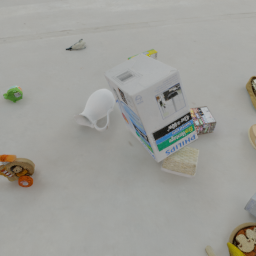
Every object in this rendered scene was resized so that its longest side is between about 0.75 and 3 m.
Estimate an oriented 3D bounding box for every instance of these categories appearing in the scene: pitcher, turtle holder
[{"bbox_3d":[-1.160,-0.735,11.895,1.536,1.086,1.791,28,61,18],"label":"pitcher"},{"bbox_3d":[-5.283,-1.572,12.974,0.682,0.897,0.637,30,33,-36],"label":"turtle holder"}]

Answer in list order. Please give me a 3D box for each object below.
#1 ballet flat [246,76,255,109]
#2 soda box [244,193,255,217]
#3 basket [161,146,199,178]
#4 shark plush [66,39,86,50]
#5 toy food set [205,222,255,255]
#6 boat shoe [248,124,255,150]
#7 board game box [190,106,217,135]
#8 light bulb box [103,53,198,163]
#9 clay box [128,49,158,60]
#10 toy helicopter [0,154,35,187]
[{"bbox_3d":[6.003,-1.482,12.745,0.830,0.762,2.417,-5,47,-4],"label":"ballet flat"},{"bbox_3d":[4.631,2.748,8.589,0.634,0.589,1.857,-24,48,-38],"label":"soda box"},{"bbox_3d":[1.908,1.156,10.205,1.270,0.784,0.861,12,47,12],"label":"basket"},{"bbox_3d":[-2.986,-4.701,16.242,1.233,0.560,0.513,-34,31,-3],"label":"shark plush"},{"bbox_3d":[3.918,3.599,7.992,2.963,0.595,2.045,-17,48,-16],"label":"toy food set"},{"bbox_3d":[5.394,0.662,10.620,0.916,0.860,2.486,-6,47,-6],"label":"boat shoe"},{"bbox_3d":[2.838,-0.281,11.687,1.282,0.621,1.022,-8,47,-8],"label":"board game box"},{"bbox_3d":[0.778,-0.809,10.028,1.757,2.815,2.790,-29,32,-8],"label":"light bulb box"},{"bbox_3d":[0.633,-3.224,14.210,1.829,1.051,0.435,-25,50,-23],"label":"clay box"},{"bbox_3d":[-4.284,1.385,9.566,2.094,1.385,0.826,-5,46,-5],"label":"toy helicopter"}]
